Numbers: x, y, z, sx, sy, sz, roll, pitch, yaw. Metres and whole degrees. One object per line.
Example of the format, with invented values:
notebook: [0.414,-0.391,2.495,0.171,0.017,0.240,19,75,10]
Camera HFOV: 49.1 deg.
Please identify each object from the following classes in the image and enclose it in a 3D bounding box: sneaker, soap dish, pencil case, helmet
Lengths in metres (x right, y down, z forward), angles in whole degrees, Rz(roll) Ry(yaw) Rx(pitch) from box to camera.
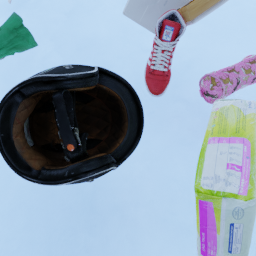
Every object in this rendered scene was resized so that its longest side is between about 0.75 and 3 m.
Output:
sneaker: [0.908,-1.911,7.106,0.761,1.202,2.136,10,84,-1]
soap dish: [1.839,-3.065,7.002,1.209,0.491,0.951,-35,17,1]
pencil case: [2.812,-1.331,7.486,2.050,0.887,0.849,-26,55,-30]
helmet: [-0.959,-0.086,5.227,2.371,2.371,2.261,17,13,13]

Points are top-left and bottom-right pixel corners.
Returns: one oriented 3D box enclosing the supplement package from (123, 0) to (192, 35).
supplement package: [1.084,-4.081,8.293,1.537,1.998,2.089,29,32,-9]

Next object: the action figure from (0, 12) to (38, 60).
action figure: [-3.170,-2.078,7.014,0.458,0.988,1.673,-10,33,47]

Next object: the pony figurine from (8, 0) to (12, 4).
pony figurine: [-3.313,-4.012,8.028,1.082,0.901,1.044,-19,22,-30]

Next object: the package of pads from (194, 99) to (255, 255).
package of pads: [1.625,0.789,4.548,0.800,1.812,2.346,4,38,22]
